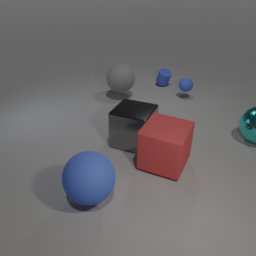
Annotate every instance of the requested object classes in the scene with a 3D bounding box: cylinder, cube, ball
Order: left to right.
[{"bbox_3d":[-1.022,1.301,7.347,1.400,1.400,1.400,0,30,0],"label":"ball"},{"bbox_3d":[-0.358,-2.414,13.631,1.400,1.400,1.400,0,30,0],"label":"ball"},{"bbox_3d":[0.209,-0.084,10.165,1.400,1.400,1.400,12,32,19],"label":"cube"},{"bbox_3d":[1.964,-2.778,15.367,0.700,0.700,0.700,8,47,-8],"label":"cylinder"},{"bbox_3d":[1.181,0.543,8.872,1.400,1.400,1.400,15,35,21],"label":"cube"},{"bbox_3d":[2.855,-2.124,13.778,0.700,0.700,0.700,0,30,0],"label":"ball"},{"bbox_3d":[4.800,-0.107,10.207,1.400,1.400,1.400,0,30,0],"label":"ball"}]
